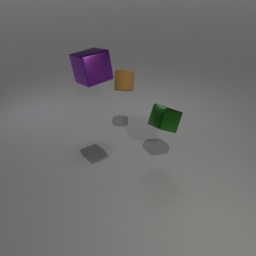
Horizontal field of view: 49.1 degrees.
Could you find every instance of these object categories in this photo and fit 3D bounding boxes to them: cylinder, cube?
[{"bbox_3d":[-0.132,-1.696,10.075,0.700,0.700,0.700,4,4,0],"label":"cylinder"},{"bbox_3d":[-0.854,-1.436,6.564,0.700,0.700,0.700,-25,31,-27],"label":"cube"},{"bbox_3d":[1.167,-0.308,8.862,0.700,0.700,0.700,13,8,-30],"label":"cube"}]
